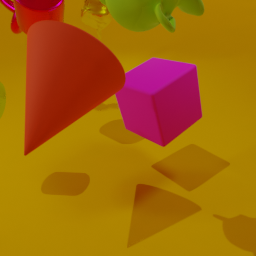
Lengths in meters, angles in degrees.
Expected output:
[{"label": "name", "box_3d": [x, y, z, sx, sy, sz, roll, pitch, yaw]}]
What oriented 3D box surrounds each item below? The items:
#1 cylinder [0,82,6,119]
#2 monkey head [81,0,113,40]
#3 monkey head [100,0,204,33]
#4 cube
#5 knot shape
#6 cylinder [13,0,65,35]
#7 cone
[{"label": "cylinder", "box_3d": [-2.621, -0.498, 4.847, 0.736, 0.736, 0.736, 8, 33, -2]}, {"label": "monkey head", "box_3d": [-0.991, -3.655, 9.014, 1.012, 1.679, 1.208, 17, 37, -9]}, {"label": "monkey head", "box_3d": [0.235, -1.132, 2.472, 0.735, 0.878, 1.220, -50, 41, 6]}, {"label": "cube", "box_3d": [0.607, -0.572, 5.657, 1.201, 1.201, 1.201, -35, 37, -25]}, {"label": "knot shape", "box_3d": [-3.030, -3.549, 7.638, 0.774, 1.567, 1.675, -25, 5, -32]}, {"label": "cylinder", "box_3d": [-1.854, -2.568, 5.886, 1.011, 1.011, 1.011, 4, 74, -14]}, {"label": "cone", "box_3d": [-0.973, -0.298, 3.634, 1.465, 1.465, 1.471, 14, 67, 21]}]
